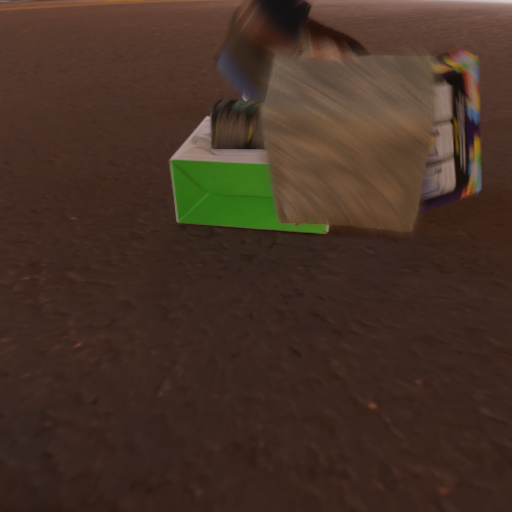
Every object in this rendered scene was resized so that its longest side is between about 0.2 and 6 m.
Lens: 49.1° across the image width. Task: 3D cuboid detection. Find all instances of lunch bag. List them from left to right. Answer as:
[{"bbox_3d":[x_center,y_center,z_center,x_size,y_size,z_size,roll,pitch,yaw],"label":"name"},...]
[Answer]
[{"bbox_3d":[1.310,-1.420,8.031,2.149,2.621,1.541,5,52,9],"label":"lunch bag"}]

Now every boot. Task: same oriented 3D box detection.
[{"bbox_3d":[0.936,-3.164,10.126,1.751,3.612,1.350,-20,40,55],"label":"boot"}]

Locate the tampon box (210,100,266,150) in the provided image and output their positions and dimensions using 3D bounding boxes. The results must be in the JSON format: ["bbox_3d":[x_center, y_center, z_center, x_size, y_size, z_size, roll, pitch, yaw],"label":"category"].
[{"bbox_3d":[-0.166,-2.177,9.294,1.075,0.678,0.805,2,24,6],"label":"tampon box"}]

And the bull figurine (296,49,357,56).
[{"bbox_3d":[1.002,-2.868,8.286,1.147,0.373,0.696,4,21,9],"label":"bull figurine"}]

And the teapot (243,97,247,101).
[{"bbox_3d":[0.529,-4.675,15.785,1.968,1.994,1.456,-20,-6,7],"label":"teapot"}]

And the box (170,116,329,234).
[{"bbox_3d":[0.114,-1.626,10.783,2.821,1.364,2.489,5,33,11],"label":"box"}]

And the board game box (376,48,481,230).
[{"bbox_3d":[2.721,-1.938,9.590,2.080,2.516,0.713,-20,36,-2],"label":"board game box"}]
